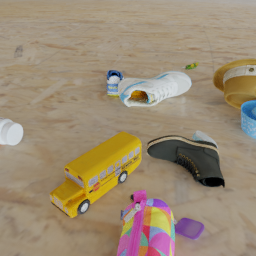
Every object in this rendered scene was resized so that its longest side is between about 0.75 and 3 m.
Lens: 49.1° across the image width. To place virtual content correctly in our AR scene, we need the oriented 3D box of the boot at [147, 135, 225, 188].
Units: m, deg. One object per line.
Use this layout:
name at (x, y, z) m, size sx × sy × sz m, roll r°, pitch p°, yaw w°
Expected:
boot at (1.481, 0.893, 7.278) m, size 1.973 × 0.764 × 1.365 m, roll 1°, pitch 37°, yaw 3°

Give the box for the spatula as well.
spatula at (0.787, 1.868, 6.157) m, size 1.835 × 0.189 × 0.519 m, roll 23°, pitch 37°, yaw 33°

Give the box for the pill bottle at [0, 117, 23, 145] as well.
pill bottle at (-3.966, 0.055, 8.525) m, size 1.388 × 0.793 × 0.793 m, roll 13°, pitch 34°, yaw 20°

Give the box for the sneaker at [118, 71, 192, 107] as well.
sneaker at (1.089, -1.398, 10.768) m, size 2.870 × 1.098 × 1.159 m, roll -10°, pitch 40°, yaw -4°

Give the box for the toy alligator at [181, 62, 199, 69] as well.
toy alligator at (3.162, -3.095, 14.180) m, size 1.052 × 0.253 × 0.349 m, roll -19°, pitch 9°, yaw -14°

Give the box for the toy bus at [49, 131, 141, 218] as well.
toy bus at (-0.707, 1.039, 6.760) m, size 0.791 × 0.952 × 2.431 m, roll 25°, pitch 39°, yaw 34°

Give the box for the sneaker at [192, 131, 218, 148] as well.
sneaker at (2.282, 0.417, 8.351) m, size 0.820 × 0.336 × 0.303 m, roll 39°, pitch 44°, yaw 2°

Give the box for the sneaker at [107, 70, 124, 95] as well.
sneaker at (-0.533, -2.142, 12.023) m, size 0.784 × 0.872 × 2.121 m, roll -4°, pitch 30°, yaw -2°

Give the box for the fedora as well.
fedora at (4.361, -1.372, 10.077) m, size 2.684 × 2.684 × 1.095 m, roll 10°, pitch 69°, yaw 16°

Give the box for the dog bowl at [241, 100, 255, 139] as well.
dog bowl at (5.098, -0.179, 8.963) m, size 2.962 × 0.734 × 1.651 m, roll 3°, pitch 32°, yaw 5°

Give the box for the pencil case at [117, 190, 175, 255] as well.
pencil case at (0.235, 2.298, 4.620) m, size 1.123 × 1.123 × 2.542 m, roll 3°, pitch 32°, yaw 5°
